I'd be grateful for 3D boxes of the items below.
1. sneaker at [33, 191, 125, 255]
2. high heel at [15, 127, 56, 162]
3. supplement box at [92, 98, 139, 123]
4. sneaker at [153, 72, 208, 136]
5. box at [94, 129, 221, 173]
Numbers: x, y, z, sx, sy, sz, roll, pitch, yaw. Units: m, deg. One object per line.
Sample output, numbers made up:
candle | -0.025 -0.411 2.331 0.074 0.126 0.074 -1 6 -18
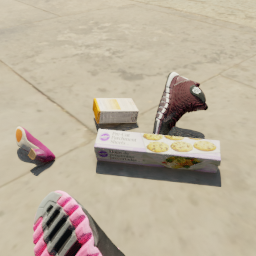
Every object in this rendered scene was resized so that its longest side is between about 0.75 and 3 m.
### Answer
sneaker | -0.435 1.949 4.079 0.959 1.158 2.428 -44 67 5
high heel | -2.317 0.386 6.962 1.282 0.432 0.615 35 13 36
supplement box | -0.375 -0.506 8.121 1.190 0.437 0.750 -1 35 -17
sneaker | 1.404 -0.423 7.253 1.231 0.806 2.130 16 73 8
box | 0.678 0.538 6.631 2.902 0.561 0.601 6 49 7
